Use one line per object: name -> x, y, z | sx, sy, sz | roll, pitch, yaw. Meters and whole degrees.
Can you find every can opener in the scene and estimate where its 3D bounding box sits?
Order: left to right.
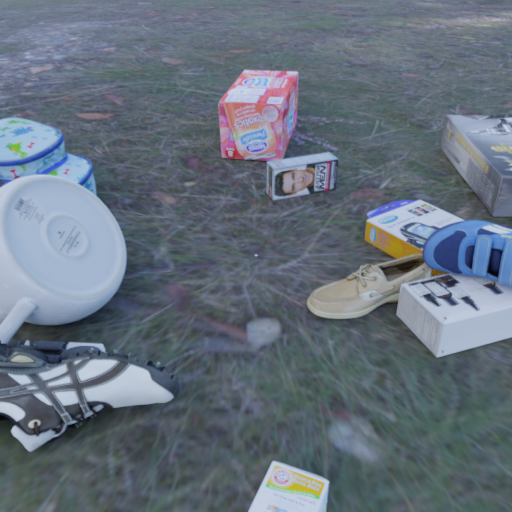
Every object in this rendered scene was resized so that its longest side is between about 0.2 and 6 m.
can opener -> -2.486, 1.162, 6.847 | 1.279, 0.428, 0.341 | 3, 54, 4

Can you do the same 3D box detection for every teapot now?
teapot -> -2.958, 0.096, 7.569 | 1.585, 2.142, 2.170 | -29, -10, 34

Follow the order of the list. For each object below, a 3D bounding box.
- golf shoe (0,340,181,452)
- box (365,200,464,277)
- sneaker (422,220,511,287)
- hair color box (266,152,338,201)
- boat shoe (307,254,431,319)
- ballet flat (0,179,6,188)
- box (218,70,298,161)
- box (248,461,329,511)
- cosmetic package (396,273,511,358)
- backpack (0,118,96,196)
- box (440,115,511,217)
golf shoe -> -1.984, 1.564, 6.003 | 2.327, 0.905, 1.100 | 4, 62, 2
box -> 2.875, -0.262, 9.172 | 1.350, 0.470, 2.269 | -20, 35, -29
sneaker -> 3.207, -0.003, 7.268 | 2.003, 0.741, 0.824 | 3, 20, 10
hair color box -> 0.904, -1.572, 11.020 | 1.373, 0.680, 0.416 | -12, 34, -18
boat shoe -> 1.609, 0.384, 7.923 | 1.876, 0.610, 0.677 | -12, 34, -11
ballet flat -> -4.253, -0.202, 8.252 | 0.772, 0.772, 2.113 | 22, 75, 31
box -> 0.127, -3.399, 13.304 | 1.456, 1.343, 2.837 | 5, 32, 8
box -> 0.189, 2.407, 4.735 | 0.547, 0.607, 1.079 | 13, 34, 19
cosmetic package -> 3.219, 0.610, 7.619 | 2.371, 0.600, 0.979 | -11, 35, -17
backpack -> -3.986, -1.300, 9.635 | 2.238, 1.645, 2.048 | 19, 39, 13
box -> 5.680, -1.971, 11.484 | 2.795, 0.853, 3.529 | 1, 32, 0
